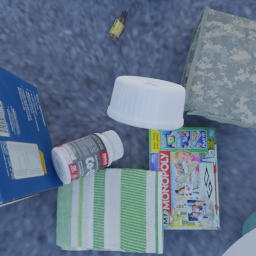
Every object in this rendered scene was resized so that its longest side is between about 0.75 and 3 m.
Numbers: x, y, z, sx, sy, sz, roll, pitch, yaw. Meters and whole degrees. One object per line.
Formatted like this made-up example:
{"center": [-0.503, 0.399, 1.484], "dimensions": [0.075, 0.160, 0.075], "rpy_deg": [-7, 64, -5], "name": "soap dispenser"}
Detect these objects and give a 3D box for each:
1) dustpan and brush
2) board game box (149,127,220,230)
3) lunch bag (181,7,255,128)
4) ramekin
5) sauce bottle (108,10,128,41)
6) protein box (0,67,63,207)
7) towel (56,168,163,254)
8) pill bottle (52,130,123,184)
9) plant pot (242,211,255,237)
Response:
{"center": [1.665, 2.688, 4.312], "dimensions": [0.848, 2.962, 2.067], "rpy_deg": [35, 47, -16], "name": "dustpan and brush"}
{"center": [1.422, 1.270, 7.287], "dimensions": [1.742, 0.377, 2.589], "rpy_deg": [0, 82, -1], "name": "board game box"}
{"center": [2.511, -1.331, 7.076], "dimensions": [2.135, 1.530, 2.603], "rpy_deg": [15, 78, 2], "name": "lunch bag"}
{"center": [0.408, -0.572, 5.783], "dimensions": [1.608, 1.608, 0.784], "rpy_deg": [8, 107, 1], "name": "ramekin"}
{"center": [-0.262, -2.902, 7.924], "dimensions": [0.285, 0.285, 0.881], "rpy_deg": [25, 81, 3], "name": "sauce bottle"}
{"center": [-3.094, 0.320, 6.058], "dimensions": [1.918, 2.843, 2.822], "rpy_deg": [-18, 82, 4], "name": "protein box"}
{"center": [-0.475, 2.039, 7.037], "dimensions": [2.696, 0.315, 2.057], "rpy_deg": [-1, 81, 10], "name": "towel"}
{"center": [-0.960, 0.659, 6.859], "dimensions": [1.587, 0.904, 0.904], "rpy_deg": [-21, 82, -29], "name": "pill bottle"}
{"center": [3.398, 2.589, 6.629], "dimensions": [1.649, 1.111, 1.649], "rpy_deg": [3, 82, -21], "name": "plant pot"}
